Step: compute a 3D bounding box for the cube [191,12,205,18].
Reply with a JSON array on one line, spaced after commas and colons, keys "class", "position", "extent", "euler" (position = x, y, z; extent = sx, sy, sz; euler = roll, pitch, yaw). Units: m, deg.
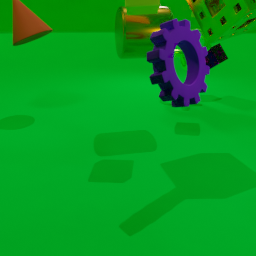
[{"class": "cube", "position": [2.477, -3.962, 8.946], "extent": [0.713, 0.713, 0.713], "euler": [13, 42, 11]}]

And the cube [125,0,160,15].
[{"class": "cube", "position": [0.325, -3.143, 6.547], "extent": [0.767, 0.767, 0.767], "euler": [-2, 8, 3]}]

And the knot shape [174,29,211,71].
[{"class": "knot shape", "position": [2.568, -3.258, 11.355], "extent": [1.704, 0.841, 1.820], "euler": [-44, 34, 1]}]

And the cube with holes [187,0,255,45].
[{"class": "cube with holes", "position": [2.448, -2.988, 6.444], "extent": [1.336, 1.336, 1.336], "euler": [-23, -4, -25]}]

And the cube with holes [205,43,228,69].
[{"class": "cube with holes", "position": [3.668, -3.058, 12.144], "extent": [0.778, 0.778, 0.778], "euler": [-31, 2, -35]}]

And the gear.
[{"class": "gear", "position": [0.978, -1.178, 5.182], "extent": [0.288, 1.559, 1.559], "euler": [-1, 14, 46]}]

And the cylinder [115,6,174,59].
[{"class": "cylinder", "position": [0.422, -2.681, 7.926], "extent": [1.394, 1.394, 1.394], "euler": [-4, 21, -12]}]

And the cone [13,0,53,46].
[{"class": "cone", "position": [-3.448, -3.650, 9.228], "extent": [1.412, 1.417, 1.412], "euler": [-21, 17, 6]}]
